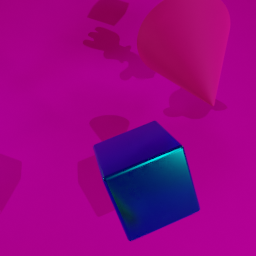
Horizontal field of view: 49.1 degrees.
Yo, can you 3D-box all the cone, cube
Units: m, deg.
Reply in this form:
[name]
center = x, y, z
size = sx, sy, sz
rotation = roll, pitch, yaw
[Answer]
[cone]
center = 0.653, -0.576, 2.677
size = 0.999, 0.999, 1.003
rotation = -6, 52, -5
[cube]
center = 0.199, 0.609, 3.526
size = 0.941, 0.941, 0.941
rotation = -22, 23, -6
